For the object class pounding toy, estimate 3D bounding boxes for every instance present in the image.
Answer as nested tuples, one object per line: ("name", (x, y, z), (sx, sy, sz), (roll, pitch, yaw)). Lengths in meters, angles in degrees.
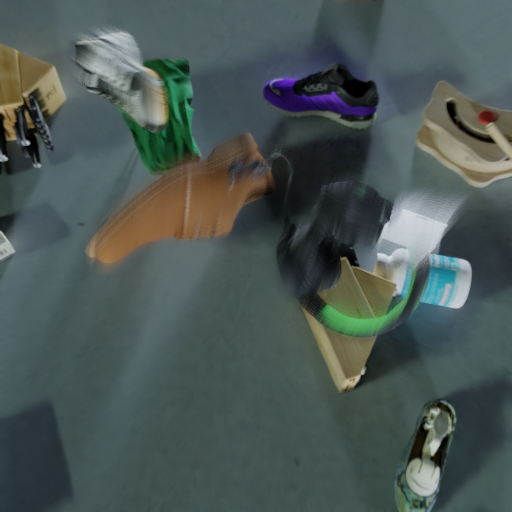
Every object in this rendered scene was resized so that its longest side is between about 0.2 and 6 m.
("pounding toy", (4.213, -2.282, 9.889), (1.539, 1.544, 2.691), (-40, 68, -16))

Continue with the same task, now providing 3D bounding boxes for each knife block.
("knife block", (0.995, 0.651, 8.659), (2.041, 0.744, 2.325), (22, 64, 14))
("knife block", (-4.926, -2.746, 10.532), (2.753, 0.881, 2.416), (26, 62, 13))

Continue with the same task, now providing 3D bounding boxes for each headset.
("headset", (0.872, -0.245, 7.490), (3.014, 1.861, 1.416), (49, 28, 15))

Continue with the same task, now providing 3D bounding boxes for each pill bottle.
("pill bottle", (2.563, 0.324, 8.822), (1.414, 0.784, 0.784), (11, 60, 6))

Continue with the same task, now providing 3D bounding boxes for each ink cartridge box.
("ink cartridge box", (1.913, -0.301, 6.767), (0.599, 0.185, 0.739), (24, 30, 24))

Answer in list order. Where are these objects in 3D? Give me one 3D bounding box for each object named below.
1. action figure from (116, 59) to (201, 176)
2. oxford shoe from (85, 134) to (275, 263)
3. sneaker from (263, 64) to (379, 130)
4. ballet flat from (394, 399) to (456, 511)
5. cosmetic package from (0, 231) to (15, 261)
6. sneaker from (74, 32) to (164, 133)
("action figure", (-1.749, -2.375, 10.372), (1.781, 0.824, 3.015), (-15, 63, -10))
("oxford shoe", (-1.068, -0.734, 9.046), (3.489, 1.244, 1.244), (-34, 89, -25))
("sneaker", (1.259, -3.212, 10.671), (2.262, 1.125, 0.786), (12, 61, 6))
("ballet flat", (2.305, 2.690, 7.581), (0.628, 0.628, 1.692), (18, 62, 10))
("cosmetic package", (-4.516, -0.319, 9.432), (0.448, 0.378, 0.867), (-35, 66, -18))
("sneaker", (-2.375, -2.892, 9.592), (1.107, 0.955, 2.526), (-15, 52, -26))
